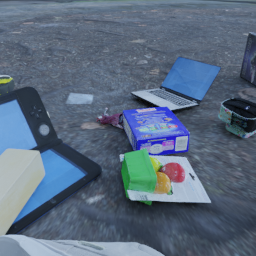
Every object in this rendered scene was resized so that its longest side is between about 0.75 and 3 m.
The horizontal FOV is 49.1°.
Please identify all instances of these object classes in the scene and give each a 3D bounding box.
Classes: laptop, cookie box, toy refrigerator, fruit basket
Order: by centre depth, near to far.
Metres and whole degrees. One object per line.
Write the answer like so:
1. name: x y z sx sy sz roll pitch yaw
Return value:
1. toy refrigerator: -2.238 1.196 4.887 0.731 0.673 1.925 3 31 11
2. fruit basket: 0.676 1.025 5.704 1.586 0.743 1.469 9 27 -16
3. cookie box: 0.671 0.051 7.292 1.343 0.590 1.570 -6 31 -11
4. laptop: 1.530 -1.543 9.308 2.121 1.229 1.986 -13 28 -33

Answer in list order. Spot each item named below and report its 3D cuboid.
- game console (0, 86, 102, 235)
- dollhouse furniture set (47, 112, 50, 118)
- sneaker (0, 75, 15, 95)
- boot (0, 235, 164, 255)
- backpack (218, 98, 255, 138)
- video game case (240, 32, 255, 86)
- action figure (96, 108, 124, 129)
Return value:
1. game console: -2.299 0.482 5.628 1.645 2.372 2.780 -9 16 45
2. dollhouse furniture set: -3.195 -0.651 7.882 1.723 1.223 1.365 -11 32 -19
3. sneaker: -5.247 -1.401 9.731 2.363 0.880 1.000 -13 25 -38
4. boot: -0.630 1.999 3.768 2.785 1.024 1.331 3 -5 33
5. backpack: 3.108 -0.335 7.666 1.042 0.883 1.173 -22 43 -33
6. video game case: 5.004 -2.322 10.206 0.239 1.801 2.522 -5 30 -9
7. action figure: -0.522 -0.216 8.091 0.853 0.635 0.572 -7 -17 13
